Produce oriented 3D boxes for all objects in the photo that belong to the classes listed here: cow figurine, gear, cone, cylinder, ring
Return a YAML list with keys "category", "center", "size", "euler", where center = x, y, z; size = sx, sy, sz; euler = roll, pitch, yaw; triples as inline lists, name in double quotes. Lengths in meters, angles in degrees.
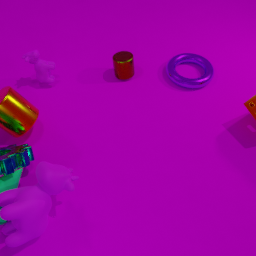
- category: "cow figurine"
  center: [-2.870, -1.959, 9.011]
  size: [1.026, 1.043, 0.572]
  euler: [5, 30, -14]
- category: "gear"
  center: [-3.282, 0.824, 6.709]
  size: [1.929, 0.357, 1.929]
  euler: [-9, 10, 2]
- category: "cone"
  center: [-2.808, 1.355, 6.380]
  size: [1.143, 1.143, 1.147]
  euler: [40, 85, 26]
- category: "cylinder"
  center: [-0.142, -2.108, 9.420]
  size: [0.702, 0.702, 0.702]
  euler: [-3, 46, 3]
- category: "cylinder"
  center: [-3.220, -0.439, 7.767]
  size: [1.053, 1.053, 1.053]
  euler: [-26, 40, 24]
- category: "cow figurine"
  center: [-1.912, 1.611, 6.120]
  size: [1.688, 1.716, 0.942]
  euler: [-12, 27, -29]
- category: "ring"
  center: [2.123, -1.990, 9.612]
  size: [1.648, 0.330, 1.648]
  euler: [0, 53, 0]

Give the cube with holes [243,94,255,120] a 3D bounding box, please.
- category: "cube with holes"
  center: [4.068, -0.542, 7.757]
  size: [1.001, 1.001, 1.001]
  euler: [4, 51, -49]
